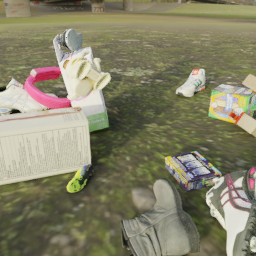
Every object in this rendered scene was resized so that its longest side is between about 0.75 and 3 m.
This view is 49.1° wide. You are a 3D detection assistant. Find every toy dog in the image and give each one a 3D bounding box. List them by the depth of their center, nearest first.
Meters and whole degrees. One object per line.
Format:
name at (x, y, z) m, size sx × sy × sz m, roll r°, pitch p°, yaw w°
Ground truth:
toy dog at (-0.980, -1.157, 6.023) m, size 0.750 × 1.042 × 1.075 m, roll 17°, pitch 25°, yaw -35°

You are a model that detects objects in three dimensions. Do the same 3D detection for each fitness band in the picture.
fitness band at (-2.411, -1.456, 10.020) m, size 1.835 × 0.478 × 2.556 m, roll 41°, pitch 32°, yaw 14°

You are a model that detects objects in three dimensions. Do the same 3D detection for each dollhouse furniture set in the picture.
dollhouse furniture set at (3.776, -0.771, 7.704) m, size 1.983 × 1.961 × 1.021 m, roll 25°, pitch 19°, yaw -34°

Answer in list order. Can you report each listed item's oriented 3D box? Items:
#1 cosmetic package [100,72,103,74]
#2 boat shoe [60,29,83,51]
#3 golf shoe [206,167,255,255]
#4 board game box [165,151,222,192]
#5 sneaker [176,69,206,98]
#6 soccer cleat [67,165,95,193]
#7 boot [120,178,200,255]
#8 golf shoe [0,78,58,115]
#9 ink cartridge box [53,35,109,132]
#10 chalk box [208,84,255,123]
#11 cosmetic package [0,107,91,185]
cosmetic package at (-1.418, -2.439, 13.224) m, size 0.478 × 0.377 × 0.889 m, roll -21°, pitch 33°, yaw -40°
boat shoe at (-1.712, -2.533, 8.115) m, size 0.494 × 0.619 × 1.638 m, roll 4°, pitch 11°, yaw 3°
golf shoe at (1.788, 1.463, 4.635) m, size 1.011 × 0.886 × 2.295 m, roll -8°, pitch 15°, yaw 29°
board game box at (1.407, 0.926, 6.168) m, size 0.832 × 0.285 × 1.007 m, roll -10°, pitch 27°, yaw -16°
sneaker at (2.580, -1.888, 11.398) m, size 0.700 × 0.930 × 1.989 m, roll 20°, pitch 31°, yaw 35°
soccer cleat at (-1.037, 1.089, 5.937) m, size 0.364 × 0.281 × 0.870 m, roll -20°, pitch 16°, yaw 34°
boot at (0.378, 1.481, 4.710) m, size 1.128 × 0.585 × 1.727 m, roll -10°, pitch 25°, yaw -7°
golf shoe at (-3.576, -1.096, 9.463) m, size 2.410 × 1.172 × 0.944 m, roll -8°, pitch 24°, yaw -21°
ink cartridge box at (-1.300, -1.385, 8.141) m, size 0.897 × 2.664 × 1.560 m, roll -14°, pitch 26°, yaw -2°
chalk box at (3.516, -0.735, 8.940) m, size 1.540 × 0.954 × 0.958 m, roll 19°, pitch 30°, yaw 34°
cosmetic package at (-2.134, 0.360, 6.253) m, size 2.442 × 1.262 × 1.065 m, roll -7°, pitch 25°, yaw -18°
